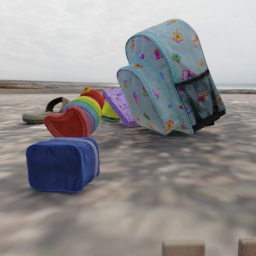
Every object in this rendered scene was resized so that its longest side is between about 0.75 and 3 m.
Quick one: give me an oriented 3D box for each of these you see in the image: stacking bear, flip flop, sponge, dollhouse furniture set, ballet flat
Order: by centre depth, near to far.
[{"bbox_3d":[0.753,0.766,0.760,1.363,0.710,1.378,0,8,-1],"label":"dollhouse furniture set"},{"bbox_3d":[-0.855,-0.310,5.416,0.827,0.775,1.363,-16,25,25],"label":"stacking bear"},{"bbox_3d":[-0.030,-0.713,9.167,0.992,0.265,1.778,-8,44,-33],"label":"sponge"},{"bbox_3d":[-2.576,-0.709,10.187,1.167,0.829,2.879,2,10,33],"label":"flip flop"},{"bbox_3d":[-0.632,-0.866,10.914,0.936,0.939,2.801,4,7,-9],"label":"ballet flat"}]

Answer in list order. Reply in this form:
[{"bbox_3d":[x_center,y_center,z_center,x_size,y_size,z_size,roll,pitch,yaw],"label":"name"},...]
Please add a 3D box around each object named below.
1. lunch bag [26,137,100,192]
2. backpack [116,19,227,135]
[{"bbox_3d":[-0.800,0.427,3.473,0.863,0.586,0.571,1,8,18],"label":"lunch bag"},{"bbox_3d":[0.948,-1.311,7.493,2.175,2.838,2.495,-21,16,-16],"label":"backpack"}]
